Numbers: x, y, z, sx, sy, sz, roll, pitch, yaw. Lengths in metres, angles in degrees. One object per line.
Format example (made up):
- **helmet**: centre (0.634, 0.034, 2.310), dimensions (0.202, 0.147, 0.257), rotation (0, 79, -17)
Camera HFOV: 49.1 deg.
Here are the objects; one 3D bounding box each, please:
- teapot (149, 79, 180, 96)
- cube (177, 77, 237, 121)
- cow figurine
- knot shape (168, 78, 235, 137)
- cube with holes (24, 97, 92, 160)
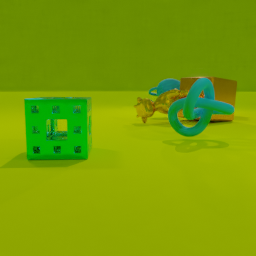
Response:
- **teapot**: centre (1.658, -1.259, 10.549), dimensions (1.775, 1.104, 0.869), rotation (9, -32, 1)
- **cube**: centre (2.637, -0.961, 9.374), dimensions (1.344, 1.344, 1.344), rotation (0, 7, -37)
- **cow figurine**: centre (1.064, -0.727, 8.820), dimensions (1.531, 0.854, 1.556), rotation (-14, 0, 36)
- **knot shape**: centre (1.398, -0.335, 5.771), dimensions (1.325, 0.612, 1.240), rotation (25, -51, -38)
- **cube with holes**: centre (-1.110, -0.038, 4.708), dimensions (0.932, 0.932, 0.932), rotation (0, 8, -3)
